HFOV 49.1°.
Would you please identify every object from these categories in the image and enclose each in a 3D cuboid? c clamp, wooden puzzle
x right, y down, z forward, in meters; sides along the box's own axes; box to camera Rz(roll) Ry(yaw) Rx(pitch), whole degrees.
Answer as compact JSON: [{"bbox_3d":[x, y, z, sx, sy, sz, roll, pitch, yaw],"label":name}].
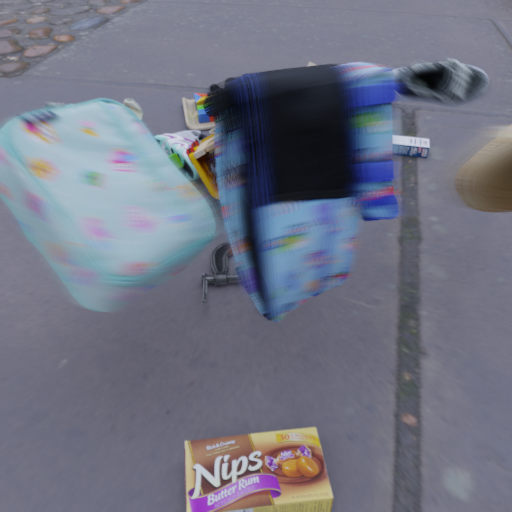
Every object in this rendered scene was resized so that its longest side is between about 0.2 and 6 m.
[{"bbox_3d":[-0.026,0.245,10.892,2.219,0.300,1.895,-7,34,-7],"label":"c clamp"},{"bbox_3d":[-1.024,-4.399,16.494,2.204,0.510,2.041,-6,38,-8],"label":"wooden puzzle"}]

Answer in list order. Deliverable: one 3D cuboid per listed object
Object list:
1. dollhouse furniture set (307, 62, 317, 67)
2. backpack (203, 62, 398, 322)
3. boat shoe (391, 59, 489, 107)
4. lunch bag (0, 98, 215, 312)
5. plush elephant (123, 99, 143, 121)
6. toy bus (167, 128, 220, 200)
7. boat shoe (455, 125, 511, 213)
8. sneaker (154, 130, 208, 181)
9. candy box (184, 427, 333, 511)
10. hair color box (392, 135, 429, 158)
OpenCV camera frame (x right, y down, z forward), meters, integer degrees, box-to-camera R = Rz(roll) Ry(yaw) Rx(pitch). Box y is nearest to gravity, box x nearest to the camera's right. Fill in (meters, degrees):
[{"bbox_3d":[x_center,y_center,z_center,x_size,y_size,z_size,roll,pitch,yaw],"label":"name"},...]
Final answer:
[{"bbox_3d":[2.154,-4.551,16.491,2.038,1.326,1.872,24,41,-4],"label":"dollhouse furniture set"},{"bbox_3d":[0.586,-0.874,7.788,2.207,3.281,2.995,-9,16,-6],"label":"backpack"},{"bbox_3d":[2.961,-2.734,8.716,1.857,0.686,0.634,0,5,-21],"label":"boat shoe"},{"bbox_3d":[-2.070,-0.876,7.831,2.315,1.113,2.887,-31,82,-43],"label":"lunch bag"},{"bbox_3d":[-3.523,-3.236,14.249,1.738,1.432,1.346,-18,80,-45],"label":"plush elephant"},{"bbox_3d":[-0.611,-2.185,12.837,2.705,1.481,2.867,-9,25,50],"label":"toy bus"},{"bbox_3d":[3.704,-1.363,7.524,2.777,0.990,0.896,-23,22,-15],"label":"boat shoe"},{"bbox_3d":[-1.527,-2.683,14.083,1.480,0.822,2.115,-23,44,-25],"label":"sneaker"},{"bbox_3d":[-0.012,2.897,7.316,1.821,0.514,1.063,-3,38,-6],"label":"candy box"},{"bbox_3d":[3.974,-2.880,14.726,1.084,0.328,0.542,8,39,11],"label":"hair color box"}]
